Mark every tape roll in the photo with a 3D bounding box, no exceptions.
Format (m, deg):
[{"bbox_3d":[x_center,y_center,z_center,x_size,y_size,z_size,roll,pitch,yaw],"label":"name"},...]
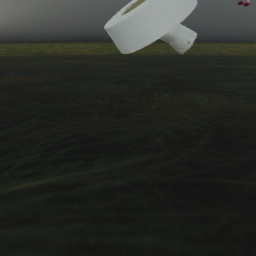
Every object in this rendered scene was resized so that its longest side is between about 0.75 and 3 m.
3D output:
[{"bbox_3d":[0.359,-1.926,4.723,1.539,0.538,1.539,-31,26,17],"label":"tape roll"}]

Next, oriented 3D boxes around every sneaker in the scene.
[{"bbox_3d":[1.326,-2.956,8.931,1.489,0.949,2.576,32,17,-14],"label":"sneaker"}]

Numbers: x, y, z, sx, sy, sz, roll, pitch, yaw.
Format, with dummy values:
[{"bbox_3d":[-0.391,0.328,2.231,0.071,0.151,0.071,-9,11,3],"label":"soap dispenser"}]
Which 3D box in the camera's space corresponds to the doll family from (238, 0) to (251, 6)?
[{"bbox_3d":[2.550,-3.520,6.702,1.287,0.799,0.580,16,-4,4],"label":"doll family"}]
